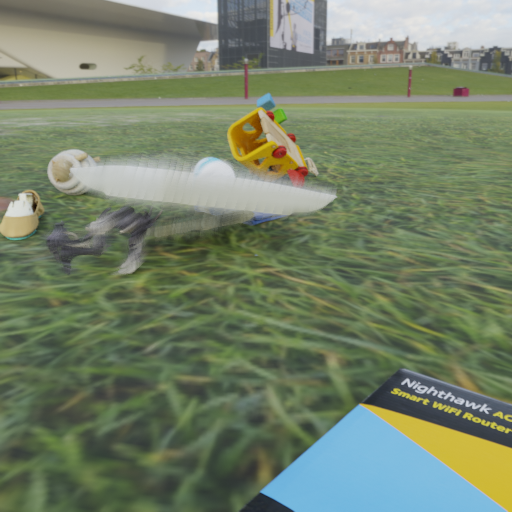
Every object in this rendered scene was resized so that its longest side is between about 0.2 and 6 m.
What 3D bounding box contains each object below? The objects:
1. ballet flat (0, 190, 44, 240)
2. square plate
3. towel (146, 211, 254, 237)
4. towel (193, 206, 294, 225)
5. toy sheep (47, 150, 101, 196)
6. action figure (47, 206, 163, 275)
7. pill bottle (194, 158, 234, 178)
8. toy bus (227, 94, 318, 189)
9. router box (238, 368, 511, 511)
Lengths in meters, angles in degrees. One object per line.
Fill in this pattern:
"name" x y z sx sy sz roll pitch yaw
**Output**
"ballet flat" -4.170 -0.778 9.927 0.624 0.573 1.818 -4 19 -14
"square plate" -0.898 -1.020 8.934 3.128 0.449 3.158 3 6 -40
"towel" -0.878 -0.476 8.798 1.286 0.222 1.238 -6 7 38
"towel" -0.254 -0.902 10.934 1.643 0.196 1.207 16 23 39
"toy sheep" -4.065 -1.878 12.626 1.121 1.121 1.627 3 -1 8
"action figure" -2.007 -0.225 7.703 1.566 0.799 0.931 -20 35 -37
"pill bottle" -0.795 -1.475 10.300 0.620 0.620 1.120 -4 17 -13
"toy bus" 0.330 -2.515 13.964 1.297 2.510 2.368 -26 18 21
"router box" 1.433 1.589 2.371 2.839 0.725 2.118 14 23 36
